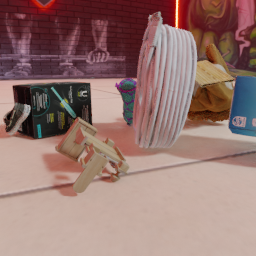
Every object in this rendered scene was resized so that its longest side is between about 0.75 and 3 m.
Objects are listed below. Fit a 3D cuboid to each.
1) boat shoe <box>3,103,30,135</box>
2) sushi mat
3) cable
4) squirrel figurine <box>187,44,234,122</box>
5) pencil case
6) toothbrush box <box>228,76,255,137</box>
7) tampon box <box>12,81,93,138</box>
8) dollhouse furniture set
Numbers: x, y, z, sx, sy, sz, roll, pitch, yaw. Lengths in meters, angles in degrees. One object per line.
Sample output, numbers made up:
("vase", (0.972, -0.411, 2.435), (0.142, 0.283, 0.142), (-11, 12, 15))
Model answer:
("boat shoe", (-3.010, -0.263, 7.331), (0.425, 0.472, 1.336), (19, -41, -33))
("sushi mat", (1.990, -1.439, 7.267), (0.831, 0.105, 1.738), (-9, 29, -4))
("cable", (0.715, -0.920, 6.495), (0.971, 2.804, 2.805), (5, 3, -4))
("squirrel figurine", (2.144, -0.916, 9.164), (2.563, 1.943, 2.746), (-23, -46, 34))
("pencil case", (0.067, -0.786, 8.623), (0.702, 1.519, 0.646), (6, 51, 13))
("toothbrush box", (3.468, -0.247, 5.663), (2.551, 1.088, 1.868), (10, -1, 24))
("tampon box", (-2.145, -0.602, 8.155), (1.885, 1.413, 1.190), (-11, 16, -42))
("dollhouse furniture set", (-0.645, 0.570, 4.948), (0.897, 0.766, 1.730), (34, 6, -25))
